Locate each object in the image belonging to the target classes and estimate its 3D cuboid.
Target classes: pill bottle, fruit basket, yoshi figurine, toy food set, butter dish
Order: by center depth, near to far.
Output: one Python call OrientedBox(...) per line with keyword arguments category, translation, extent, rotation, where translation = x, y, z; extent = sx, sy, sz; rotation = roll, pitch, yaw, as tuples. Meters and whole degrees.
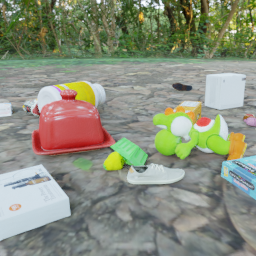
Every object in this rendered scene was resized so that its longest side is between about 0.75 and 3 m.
OrientedBox(category="fruit basket", translation=(-0.139, 0.862, 7.693), extent=(1.112, 0.802, 1.112), rotation=(-29, 37, 24))
OrientedBox(category="yoshi figurine", translation=(1.949, 0.450, 8.356), extent=(2.726, 1.532, 1.526), rotation=(20, 63, 15))
OrientedBox(category="butter dish", translation=(-1.896, -0.335, 9.176), extent=(2.528, 1.874, 2.535), rotation=(-7, 19, -17))
OrientedBox(category="toy food set", translation=(5.476, -0.353, 11.738), extent=(1.341, 0.332, 2.109), rotation=(1, 18, 3))
OrientedBox(category="pill bottle", translation=(-2.381, -1.257, 12.532), extent=(1.556, 1.556, 2.985), rotation=(13, 22, 36))

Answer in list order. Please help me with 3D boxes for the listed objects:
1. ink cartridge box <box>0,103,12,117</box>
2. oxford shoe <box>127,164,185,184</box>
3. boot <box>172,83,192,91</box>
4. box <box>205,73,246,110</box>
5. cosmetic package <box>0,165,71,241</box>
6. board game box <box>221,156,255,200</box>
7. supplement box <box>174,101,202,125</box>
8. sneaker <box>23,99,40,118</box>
OrientedBox(category="ink cartridge box", translation=(-5.875, -0.869, 13.242), extent=(0.667, 0.393, 1.159), rotation=(-7, 19, -20))
OrientedBox(category="oxford shoe", translation=(0.718, 1.119, 7.043), extent=(1.503, 0.434, 0.565), rotation=(-1, 15, -10))
OrientedBox(category="boot", translation=(3.661, -2.796, 19.210), extent=(1.381, 0.516, 0.670), rotation=(9, 8, -2))
OrientedBox(category="box", translation=(4.974, -1.912, 14.383), extent=(1.667, 1.676, 1.095), rotation=(-8, 17, -25))
OrientedBox(category="cosmetic package", translation=(-2.219, 1.455, 5.946), extent=(1.385, 0.475, 1.838), rotation=(-14, 23, -30))
OrientedBox(category="board game box", translation=(3.548, 1.152, 6.902), extent=(1.896, 0.445, 1.431), rotation=(-7, 19, -20))
OrientedBox(category="supplement box", translation=(2.327, -0.439, 11.202), extent=(0.869, 0.841, 2.527), rotation=(7, 18, 26))
OrientedBox(category="sneaker", translation=(-4.345, -0.850, 12.818), extent=(0.836, 0.792, 2.035), rotation=(-14, 14, -17))
